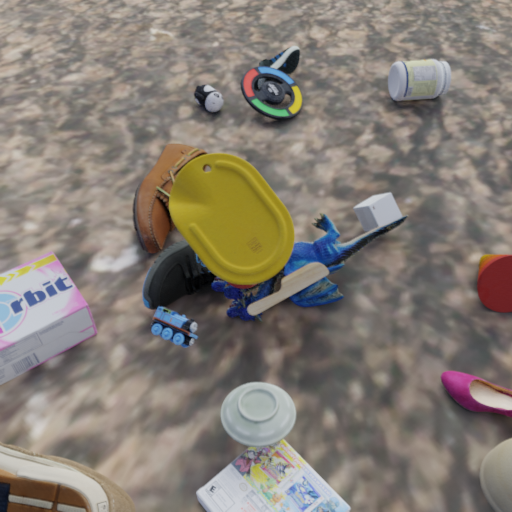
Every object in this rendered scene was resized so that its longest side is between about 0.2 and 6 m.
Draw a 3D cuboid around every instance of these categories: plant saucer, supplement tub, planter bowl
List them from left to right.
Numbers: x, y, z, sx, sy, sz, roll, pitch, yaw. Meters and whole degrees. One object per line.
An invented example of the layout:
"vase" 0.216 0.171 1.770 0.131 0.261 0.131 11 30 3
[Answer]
"plant saucer" 0.025 1.970 7.214 0.978 0.245 0.978 -1 38 1
"supplement tub" 3.932 -4.247 13.528 1.268 0.920 0.920 -6 47 -7
"planter bowl" 3.514 2.762 7.055 1.148 0.773 1.148 0 46 0

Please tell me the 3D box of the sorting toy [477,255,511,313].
"sorting toy" 5.153 0.200 9.531 3.153 1.093 1.086 -3 23 -1

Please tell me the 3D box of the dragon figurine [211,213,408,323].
"dragon figurine" 0.932 0.215 9.237 3.271 0.963 1.626 -6 48 4

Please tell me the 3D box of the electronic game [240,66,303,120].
"electronic game" 0.385 -3.850 13.215 1.572 0.327 1.572 10 61 -18

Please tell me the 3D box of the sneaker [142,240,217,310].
"sneaker" -0.875 0.160 9.425 0.971 0.868 2.371 32 54 26

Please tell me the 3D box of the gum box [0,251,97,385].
"gum box" -3.899 1.102 8.567 2.434 0.805 1.381 -28 54 -24

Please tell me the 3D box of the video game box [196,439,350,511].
"video game box" 0.202 3.110 7.025 1.316 0.338 1.444 -34 56 -25

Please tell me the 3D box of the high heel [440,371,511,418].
"high heel" 3.410 1.944 7.809 1.626 0.780 0.548 32 55 27

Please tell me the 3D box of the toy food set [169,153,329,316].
"toy food set" -0.259 -0.319 8.566 1.498 0.832 2.546 -36 87 -11

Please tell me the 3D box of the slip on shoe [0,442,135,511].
"slip on shoe" -3.001 2.867 6.877 3.263 0.989 1.241 1 80 22

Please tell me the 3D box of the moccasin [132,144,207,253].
"moccasin" -1.531 -1.138 10.624 1.111 1.053 2.879 1 37 13

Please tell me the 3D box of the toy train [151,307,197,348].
"toy train" -1.192 1.045 8.194 0.757 0.328 0.432 18 80 26

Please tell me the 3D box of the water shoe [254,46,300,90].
"water shoe" 0.449 -4.889 14.295 0.736 0.667 1.866 25 52 22

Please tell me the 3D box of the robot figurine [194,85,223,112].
"robot figurine" -1.137 -3.775 13.360 0.613 0.509 0.816 -36 56 -18

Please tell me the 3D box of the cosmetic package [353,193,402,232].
"cosmetic package" 2.217 -0.789 10.250 0.527 0.523 0.629 -30 9 -14
